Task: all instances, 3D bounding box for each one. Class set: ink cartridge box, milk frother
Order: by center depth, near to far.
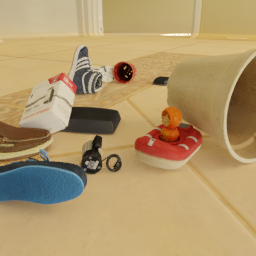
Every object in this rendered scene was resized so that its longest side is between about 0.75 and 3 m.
[{"bbox_3d":[-0.669,0.723,6.985,0.890,0.803,0.837,38,15,-19],"label":"milk frother"},{"bbox_3d":[-2.407,-0.704,8.571,1.298,0.733,1.769,-19,44,22],"label":"ink cartridge box"}]

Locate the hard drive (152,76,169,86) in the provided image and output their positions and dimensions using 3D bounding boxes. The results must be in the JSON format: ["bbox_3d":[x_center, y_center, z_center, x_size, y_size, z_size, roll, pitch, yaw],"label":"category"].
[{"bbox_3d":[1.819,-2.510,14.821,0.804,0.252,1.192,11,25,24],"label":"hard drive"}]

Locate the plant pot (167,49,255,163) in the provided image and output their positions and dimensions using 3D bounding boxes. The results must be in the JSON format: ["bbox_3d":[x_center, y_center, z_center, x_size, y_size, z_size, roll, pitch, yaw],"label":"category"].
[{"bbox_3d":[2.624,-0.873,7.831,2.948,2.948,2.699,-14,22,-29],"label":"plant pot"}]

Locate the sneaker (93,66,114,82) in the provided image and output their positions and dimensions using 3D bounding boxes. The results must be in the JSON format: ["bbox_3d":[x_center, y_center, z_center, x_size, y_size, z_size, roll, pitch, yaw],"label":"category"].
[{"bbox_3d":[-1.820,-2.998,15.108,2.260,0.902,1.471,-25,41,-26],"label":"sneaker"}]

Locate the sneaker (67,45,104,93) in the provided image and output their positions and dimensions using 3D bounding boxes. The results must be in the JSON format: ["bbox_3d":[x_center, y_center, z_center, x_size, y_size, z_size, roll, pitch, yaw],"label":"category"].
[{"bbox_3d":[-1.873,-2.800,13.458,1.598,1.032,2.946,5,57,7],"label":"sneaker"}]

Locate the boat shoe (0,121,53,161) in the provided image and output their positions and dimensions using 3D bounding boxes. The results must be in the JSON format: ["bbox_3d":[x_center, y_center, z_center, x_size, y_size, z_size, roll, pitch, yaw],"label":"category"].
[{"bbox_3d":[-3.544,0.213,7.377,2.978,1.102,1.100,-7,24,-16],"label":"boat shoe"}]

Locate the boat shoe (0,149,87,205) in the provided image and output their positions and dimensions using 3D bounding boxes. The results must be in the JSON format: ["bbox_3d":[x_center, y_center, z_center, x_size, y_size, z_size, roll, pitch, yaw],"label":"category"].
[{"bbox_3d":[-1.929,0.876,5.522,2.485,1.046,0.853,-1,25,15],"label":"boat shoe"}]

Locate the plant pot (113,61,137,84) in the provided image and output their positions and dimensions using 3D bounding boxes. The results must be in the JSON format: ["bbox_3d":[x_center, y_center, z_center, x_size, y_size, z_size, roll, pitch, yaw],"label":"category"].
[{"bbox_3d":[-0.080,-2.983,14.996,1.164,1.164,1.132,8,16,18],"label":"plant pot"}]

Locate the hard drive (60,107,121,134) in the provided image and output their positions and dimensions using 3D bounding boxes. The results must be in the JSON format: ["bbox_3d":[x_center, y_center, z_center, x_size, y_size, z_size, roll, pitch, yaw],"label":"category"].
[{"bbox_3d":[-1.396,-0.297,9.390,2.157,0.456,1.455,4,23,9],"label":"hard drive"}]

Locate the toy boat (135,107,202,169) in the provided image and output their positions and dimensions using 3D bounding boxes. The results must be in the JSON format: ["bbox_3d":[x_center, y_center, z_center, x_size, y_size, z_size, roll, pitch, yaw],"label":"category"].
[{"bbox_3d":[1.070,0.124,7.234,1.376,1.378,2.108,15,27,31],"label":"toy boat"}]
